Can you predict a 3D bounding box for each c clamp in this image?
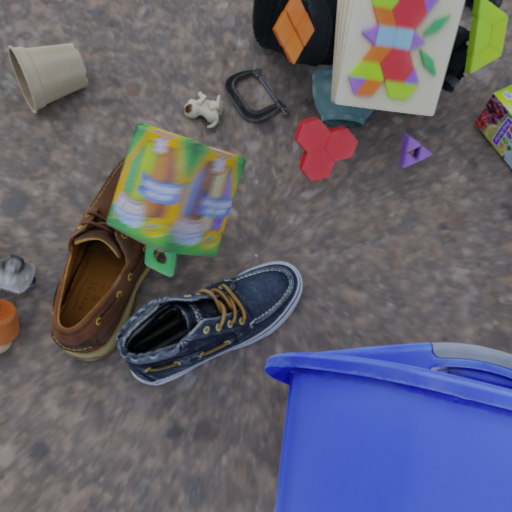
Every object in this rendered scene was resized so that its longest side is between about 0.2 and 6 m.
[{"bbox_3d":[0.092,-2.709,9.378,1.051,0.167,1.231,-35,71,-9],"label":"c clamp"}]

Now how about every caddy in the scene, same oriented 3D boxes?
[{"bbox_3d":[2.207,2.109,5.694,4.574,3.233,2.401,13,74,5],"label":"caddy"}]

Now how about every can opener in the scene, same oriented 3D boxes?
[{"bbox_3d":[-3.921,0.112,7.650,1.792,0.599,0.478,19,57,-8],"label":"can opener"}]

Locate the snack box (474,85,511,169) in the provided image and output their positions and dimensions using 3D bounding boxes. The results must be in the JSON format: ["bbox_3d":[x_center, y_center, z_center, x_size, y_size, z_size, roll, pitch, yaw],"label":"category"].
[{"bbox_3d":[5.087,-1.727,8.565,2.169,0.870,2.572,-26,71,-11],"label":"snack box"}]

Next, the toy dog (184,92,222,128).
[{"bbox_3d":[-0.877,-2.376,9.145,0.587,0.410,0.569,7,93,4],"label":"toy dog"}]

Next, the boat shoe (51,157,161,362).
[{"bbox_3d":[-1.986,-0.131,7.779,1.120,1.051,3.111,12,67,5],"label":"boat shoe"}]

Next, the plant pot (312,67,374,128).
[{"bbox_3d":[1.406,-2.453,8.851,1.132,1.132,0.758,6,94,3],"label":"plant pot"}]

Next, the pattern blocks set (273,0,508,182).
[{"bbox_3d":[1.848,-2.923,7.515,3.210,3.652,0.296,-10,26,-5],"label":"pattern blocks set"}]

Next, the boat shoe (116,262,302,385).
[{"bbox_3d":[-0.501,0.772,7.306,2.668,1.211,0.944,-31,70,-12],"label":"boat shoe"}]

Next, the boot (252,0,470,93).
[{"bbox_3d":[1.618,-3.692,9.083,2.798,1.264,3.415,1,34,-19],"label":"boot"}]

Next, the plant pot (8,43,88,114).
[{"bbox_3d":[-3.326,-2.982,9.094,0.977,1.067,1.067,-25,69,-21],"label":"plant pot"}]

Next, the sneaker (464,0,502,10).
[{"bbox_3d":[3.942,-5.373,10.191,1.011,0.743,2.235,-25,67,-7],"label":"sneaker"}]

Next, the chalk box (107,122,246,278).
[{"bbox_3d":[-1.085,-0.633,7.218,1.102,1.097,1.772,22,98,32],"label":"chalk box"}]

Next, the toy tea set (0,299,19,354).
[{"bbox_3d":[-4.373,0.554,7.772,1.470,0.915,2.472,-26,62,-42],"label":"toy tea set"}]
